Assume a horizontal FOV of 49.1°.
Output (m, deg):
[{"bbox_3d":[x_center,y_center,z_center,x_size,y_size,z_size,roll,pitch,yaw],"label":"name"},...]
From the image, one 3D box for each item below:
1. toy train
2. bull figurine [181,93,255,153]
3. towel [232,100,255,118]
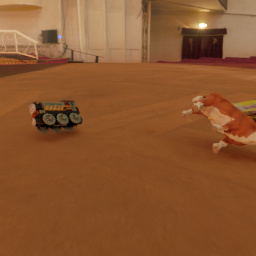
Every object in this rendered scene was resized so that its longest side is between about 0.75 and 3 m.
[{"bbox_3d":[-1.820,-0.319,7.103,1.386,0.790,0.591,-5,-30,-44],"label":"toy train"},{"bbox_3d":[2.106,-0.091,5.879,1.254,0.673,2.065,-9,36,-23],"label":"bull figurine"},{"bbox_3d":[3.584,-0.644,9.274,1.669,0.265,2.324,0,14,16],"label":"towel"}]
